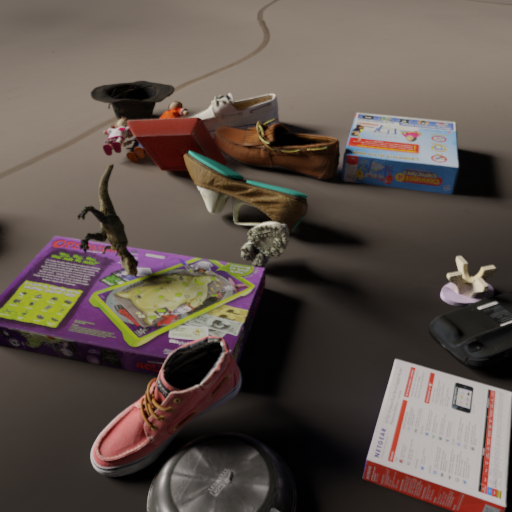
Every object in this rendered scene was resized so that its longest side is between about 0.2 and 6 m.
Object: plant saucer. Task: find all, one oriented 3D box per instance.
[{"bbox_3d":[-1.743,-2.380,12.410,1.754,1.758,0.323,2,66,19],"label":"plant saucer"}]

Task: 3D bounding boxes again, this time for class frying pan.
[{"bbox_3d":[-0.103,3.072,6.264,1.787,0.481,2.953,-21,38,-25],"label":"frying pan"}]

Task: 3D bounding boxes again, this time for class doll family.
[{"bbox_3d":[-2.598,-2.987,14.010,2.417,1.089,1.500,-11,41,19],"label":"doll family"}]

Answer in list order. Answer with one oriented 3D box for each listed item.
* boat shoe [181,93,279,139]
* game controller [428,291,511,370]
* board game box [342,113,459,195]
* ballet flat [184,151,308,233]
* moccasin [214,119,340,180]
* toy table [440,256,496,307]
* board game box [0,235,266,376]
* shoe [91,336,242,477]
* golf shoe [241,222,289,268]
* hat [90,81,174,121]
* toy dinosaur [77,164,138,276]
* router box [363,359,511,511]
[{"bbox_3d":[-0.811,-3.806,14.880,2.979,1.040,1.056,-9,38,-12],"label":"boat shoe"},{"bbox_3d":[3.965,1.099,8.930,2.358,0.496,1.230,-14,25,-19],"label":"game controller"},{"bbox_3d":[3.480,-2.534,13.461,2.535,0.708,2.482,9,38,12],"label":"board game box"},{"bbox_3d":[-0.366,-1.203,11.398,2.920,1.056,0.990,23,12,17],"label":"ballet flat"},{"bbox_3d":[0.444,-2.671,13.224,3.123,1.206,1.142,19,41,24],"label":"moccasin"},{"bbox_3d":[3.658,0.461,9.602,0.945,0.553,0.869,-17,40,-19],"label":"toy table"},{"bbox_3d":[-2.054,0.779,9.199,4.021,0.649,2.414,9,42,11],"label":"board game box"},{"bbox_3d":[-1.193,1.837,7.026,2.189,0.996,0.782,-32,55,-15],"label":"shoe"},{"bbox_3d":[0.267,-0.355,9.709,0.669,1.708,0.830,44,68,-3],"label":"golf shoe"},{"bbox_3d":[-3.368,-4.140,15.449,2.343,0.945,2.343,0,29,0],"label":"hat"},{"bbox_3d":[-2.493,-0.509,9.166,0.447,1.882,0.829,-6,10,45],"label":"toy dinosaur"},{"bbox_3d":[2.386,2.295,7.235,1.605,0.437,1.788,14,39,18],"label":"router box"}]
